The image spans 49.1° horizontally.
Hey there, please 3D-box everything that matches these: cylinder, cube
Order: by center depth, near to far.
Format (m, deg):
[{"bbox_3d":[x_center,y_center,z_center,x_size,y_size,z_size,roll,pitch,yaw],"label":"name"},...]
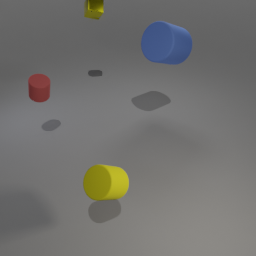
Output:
[{"bbox_3d":[-0.443,1.125,5.761,0.700,0.700,0.700,23,0,30],"label":"cylinder"},{"bbox_3d":[-2.985,-1.343,9.432,0.700,0.700,0.700,9,49,-10],"label":"cylinder"},{"bbox_3d":[1.432,-3.084,10.302,1.400,1.400,1.400,26,22,34],"label":"cylinder"},{"bbox_3d":[-1.524,-5.345,12.449,0.700,0.700,0.700,3,-8,-24],"label":"cube"}]
